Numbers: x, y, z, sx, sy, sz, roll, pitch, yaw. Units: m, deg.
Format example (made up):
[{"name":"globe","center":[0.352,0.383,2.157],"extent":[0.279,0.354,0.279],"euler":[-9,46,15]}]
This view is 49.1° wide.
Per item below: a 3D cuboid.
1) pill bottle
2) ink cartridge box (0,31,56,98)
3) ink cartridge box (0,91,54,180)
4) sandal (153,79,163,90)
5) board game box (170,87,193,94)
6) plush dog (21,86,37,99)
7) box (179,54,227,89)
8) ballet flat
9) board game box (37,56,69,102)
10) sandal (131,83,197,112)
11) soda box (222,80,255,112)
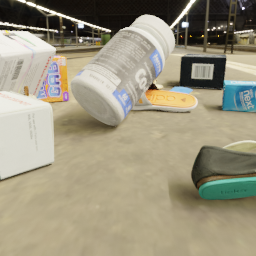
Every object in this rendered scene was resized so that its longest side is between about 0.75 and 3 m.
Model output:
[{"name":"pill bottle","center":[-0.040,-1.598,7.457],"extent":[1.620,1.620,2.847],"euler":[17,60,42]},{"name":"ink cartridge box","center":[-3.459,-1.549,7.876],"extent":[1.176,2.027,2.800],"euler":[32,22,1]},{"name":"ink cartridge box","center":[-2.928,0.184,4.697],"extent":[2.763,1.148,2.026],"euler":[-16,24,-41]},{"name":"sandal","center":[0.840,-2.081,12.419],"extent":[0.911,0.817,2.483],"euler":[12,21,33]},{"name":"board game box","center":[2.188,-1.453,11.512],"extent":[0.807,0.199,1.021],"euler":[14,27,25]},{"name":"plush dog","center":[-2.883,-0.575,7.818],"extent":[1.215,0.975,1.043],"euler":[-12,-3,-32]},{"name":"box","center":[3.732,-2.856,13.779],"extent":[2.026,1.461,2.729],"euler":[6,18,17]},{"name":"ballet flat","center":[2.181,0.526,3.840],"extent":[2.566,0.872,0.878],"euler":[3,50,7]},{"name":"board game box","center":[-3.144,-1.867,10.495],"extent":[1.564,1.563,1.563],"euler":[-6,19,-19]},{"name":"sandal","center":[0.737,-1.172,8.982],"extent":[2.948,0.845,1.130],"euler":[4,42,12]},{"name":"soda box","center":[4.427,-0.977,8.854],"extent":[2.714,0.871,0.921],"euler":[4,18,15]}]
